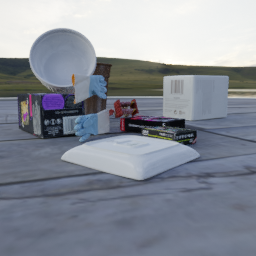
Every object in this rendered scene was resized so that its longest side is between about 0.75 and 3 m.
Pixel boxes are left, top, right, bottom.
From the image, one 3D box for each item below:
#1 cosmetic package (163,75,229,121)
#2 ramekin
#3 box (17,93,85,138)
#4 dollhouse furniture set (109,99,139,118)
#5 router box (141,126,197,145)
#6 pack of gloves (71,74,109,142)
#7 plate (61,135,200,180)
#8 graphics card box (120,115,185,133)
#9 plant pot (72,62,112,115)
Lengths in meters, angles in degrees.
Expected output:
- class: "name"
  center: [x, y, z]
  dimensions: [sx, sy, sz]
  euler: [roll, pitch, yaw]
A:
- class: "cosmetic package"
  center: [3.628, -1.672, 15.080]
  dimensions: [2.707, 2.251, 2.265]
  euler: [-6, 10, -32]
- class: "ramekin"
  center: [-2.622, -2.622, 11.517]
  dimensions: [2.583, 2.583, 1.356]
  euler: [-1, -14, -10]
- class: "box"
  center: [-2.864, -0.555, 10.230]
  dimensions: [1.634, 1.418, 2.673]
  euler: [-6, 10, -35]
- class: "dollhouse furniture set"
  center: [-0.289, -0.587, 10.606]
  dimensions: [0.763, 0.576, 1.417]
  euler: [-5, -14, -31]
- class: "router box"
  center: [1.204, 0.230, 8.334]
  dimensions: [1.006, 0.417, 1.343]
  euler: [-6, 10, -40]
- class: "pack of gloves"
  center: [-1.289, -0.693, 9.109]
  dimensions: [0.477, 2.032, 2.419]
  euler: [4, 9, 19]
- class: "plate"
  center: [0.084, 0.525, 6.464]
  dimensions: [2.377, 0.384, 2.372]
  euler: [7, 11, 40]
- class: "graphics card box"
  center: [0.902, -0.123, 10.414]
  dimensions: [2.100, 0.534, 1.318]
  euler: [8, 11, 38]
- class: "plant pot"
  center: [-2.383, -2.176, 16.146]
  dimensions: [2.998, 2.968, 2.998]
  euler: [-1, 8, 0]
